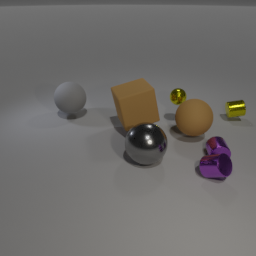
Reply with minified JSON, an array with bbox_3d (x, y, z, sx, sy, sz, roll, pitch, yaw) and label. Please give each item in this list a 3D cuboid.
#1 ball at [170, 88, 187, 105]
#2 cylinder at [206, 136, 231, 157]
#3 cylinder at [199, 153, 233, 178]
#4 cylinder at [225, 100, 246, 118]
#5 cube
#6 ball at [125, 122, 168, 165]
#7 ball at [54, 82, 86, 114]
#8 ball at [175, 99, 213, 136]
[{"bbox_3d":[2.072,-1.296,11.576,0.700,0.700,0.700,0,27,0],"label":"ball"},{"bbox_3d":[3.046,0.743,9.486,0.700,0.700,0.700,1,27,3],"label":"cylinder"},{"bbox_3d":[2.648,1.143,8.449,0.700,0.700,0.700,-22,2,-36],"label":"cylinder"},{"bbox_3d":[4.656,-0.833,12.152,0.700,0.700,0.700,-8,26,7],"label":"cylinder"},{"bbox_3d":[0.268,-0.941,10.917,1.400,1.400,1.400,-18,29,-7],"label":"cube"},{"bbox_3d":[0.595,0.507,9.187,1.400,1.400,1.400,0,27,0],"label":"ball"},{"bbox_3d":[-2.531,-1.325,12.306,1.400,1.400,1.400,0,27,0],"label":"ball"},{"bbox_3d":[2.469,-0.396,10.484,1.400,1.400,1.400,0,27,0],"label":"ball"}]
